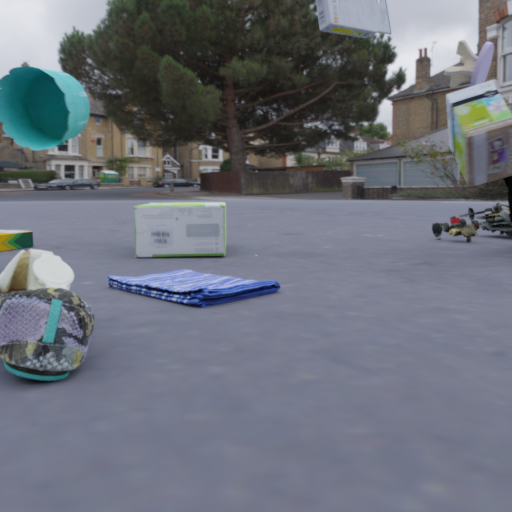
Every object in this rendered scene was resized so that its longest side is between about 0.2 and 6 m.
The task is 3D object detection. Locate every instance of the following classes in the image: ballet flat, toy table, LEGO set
[{"bbox_3d":[-1.636,0.316,4.238,0.746,0.746,2.075,-4,8,-27],"label":"ballet flat"},{"bbox_3d":[3.821,-3.392,10.031,0.558,0.952,0.876,28,40,28],"label":"toy table"},{"bbox_3d":[5.535,-0.669,12.887,3.235,0.917,2.101,-15,8,-12],"label":"LEGO set"}]

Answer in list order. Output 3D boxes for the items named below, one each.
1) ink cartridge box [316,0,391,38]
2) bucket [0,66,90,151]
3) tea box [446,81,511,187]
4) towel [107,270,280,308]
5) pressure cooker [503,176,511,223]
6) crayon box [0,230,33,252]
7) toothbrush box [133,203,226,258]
[{"bbox_3d":[1.352,-3.794,8.049,1.244,1.229,0.292,-7,-3,-38],"label":"ink cartridge box"},{"bbox_3d":[-3.733,-2.617,9.911,1.457,1.457,0.948,1,18,11],"label":"bucket"},{"bbox_3d":[3.381,-1.825,8.447,0.713,1.068,1.050,-16,49,11],"label":"tea box"},{"bbox_3d":[-0.736,0.305,6.446,1.732,0.207,1.254,6,9,43],"label":"towel"},{"bbox_3d":[5.668,-1.192,9.630,2.433,2.395,2.724,-15,13,-33],"label":"pressure cooker"},{"bbox_3d":[-4.969,-0.271,10.516,0.823,0.337,1.308,2,7,19],"label":"crayon box"},{"bbox_3d":[-1.309,-0.527,10.250,1.526,0.902,2.096,-1,8,-3],"label":"toothbrush box"}]
